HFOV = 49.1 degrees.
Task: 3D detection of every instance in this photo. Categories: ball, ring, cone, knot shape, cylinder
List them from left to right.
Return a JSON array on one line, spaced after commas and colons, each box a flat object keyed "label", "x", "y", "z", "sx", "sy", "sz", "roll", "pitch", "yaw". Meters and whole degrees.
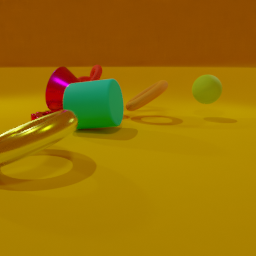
[{"label": "ring", "x": -1.766, "y": 0.167, "z": 4.901, "sx": 1.903, "sy": 0.381, "sz": 1.903, "roll": -21, "pitch": 12, "yaw": 5}, {"label": "cone", "x": -1.460, "y": -0.976, "z": 8.348, "sx": 1.404, "sy": 1.399, "sz": 1.399, "roll": 18, "pitch": 18, "yaw": 14}, {"label": "knot shape", "x": -1.485, "y": -1.490, "z": 10.655, "sx": 0.784, "sy": 1.696, "sz": 1.587, "roll": 22, "pitch": 36, "yaw": 18}, {"label": "cylinder", "x": -0.857, "y": -0.603, "z": 7.239, "sx": 1.210, "sy": 1.210, "sz": 1.210, "roll": -4, "pitch": 12, "yaw": 17}, {"label": "ring", "x": 0.585, "y": -1.010, "z": 8.769, "sx": 1.514, "sy": 0.303, "sz": 1.514, "roll": -33, "pitch": 9, "yaw": 6}, {"label": "ball", "x": 2.472, "y": -1.206, "z": 8.773, "sx": 0.917, "sy": 0.917, "sz": 0.917, "roll": 0, "pitch": 13, "yaw": 0}]

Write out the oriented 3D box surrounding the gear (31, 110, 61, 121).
[{"label": "gear", "x": -2.214, "y": -0.312, "z": 8.408, "sx": 1.327, "sy": 0.246, "sz": 1.327, "roll": 0, "pitch": 13, "yaw": 0}]
